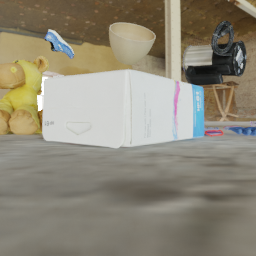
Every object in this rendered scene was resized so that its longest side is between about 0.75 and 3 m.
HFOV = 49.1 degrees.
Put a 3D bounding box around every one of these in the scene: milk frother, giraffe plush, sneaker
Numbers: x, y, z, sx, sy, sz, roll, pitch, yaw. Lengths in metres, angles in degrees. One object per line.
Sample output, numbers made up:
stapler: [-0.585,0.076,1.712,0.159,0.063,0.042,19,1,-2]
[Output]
milk frother: [3.436,-3.225,11.844,2.351,2.499,2.256,7,35,40]
giraffe plush: [-2.665,-0.840,7.039,2.041,1.918,2.366,0,2,6]
sneaker: [-3.291,-3.857,13.366,1.675,0.747,0.658,40,-8,-36]

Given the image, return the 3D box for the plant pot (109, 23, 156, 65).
plant pot: [0.075,-3.543,12.146,1.976,1.327,1.976,9,37,-7]

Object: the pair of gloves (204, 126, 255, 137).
pair of gloves: [2.144,0.074,6.148,1.551,0.177,1.247,-1,4,-2]

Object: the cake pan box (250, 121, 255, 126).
cake pan box: [6.580,-0.206,13.393,1.016,0.289,1.104,2,2,-7]

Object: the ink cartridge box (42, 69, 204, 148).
ink cartridge box: [0.032,-0.267,4.384,1.600,0.937,2.214,2,4,36]
